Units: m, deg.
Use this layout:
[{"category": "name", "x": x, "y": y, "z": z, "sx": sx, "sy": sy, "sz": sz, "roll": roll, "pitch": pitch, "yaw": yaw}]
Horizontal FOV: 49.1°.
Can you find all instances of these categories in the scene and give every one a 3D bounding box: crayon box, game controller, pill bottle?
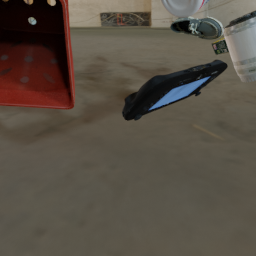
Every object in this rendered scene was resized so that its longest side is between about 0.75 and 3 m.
[{"category": "crayon box", "x": 3.860, "y": -3.038, "z": 9.222, "sx": 1.827, "sy": 0.464, "sz": 1.160, "roll": -27, "pitch": 12, "yaw": -4}, {"category": "game controller", "x": 0.938, "y": -0.742, "z": 5.277, "sx": 2.353, "sy": 0.495, "sz": 1.227, "roll": -23, "pitch": -3, "yaw": -40}, {"category": "pill bottle", "x": 1.490, "y": -3.147, "z": 5.952, "sx": 0.982, "sy": 0.982, "sz": 1.642, "roll": 20, "pitch": 52, "yaw": 37}]

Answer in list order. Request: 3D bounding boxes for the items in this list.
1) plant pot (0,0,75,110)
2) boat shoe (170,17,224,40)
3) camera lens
[{"category": "plant pot", "x": -2.292, "y": -2.101, "z": 5.747, "sx": 2.534, "sy": 2.537, "sz": 2.235, "roll": 4, "pitch": 50, "yaw": -3}, {"category": "boat shoe", "x": 2.339, "y": -3.452, "z": 9.771, "sx": 0.655, "sy": 0.772, "sz": 2.119, "roll": -29, "pitch": 40, "yaw": -22}, {"category": "camera lens", "x": 3.606, "y": -2.355, "z": 7.945, "sx": 1.400, "sy": 1.751, "sz": 1.400, "roll": -22, "pitch": 14, "yaw": 6}]
